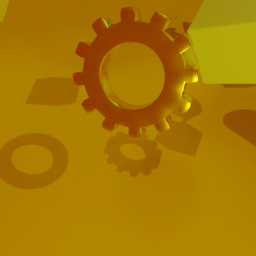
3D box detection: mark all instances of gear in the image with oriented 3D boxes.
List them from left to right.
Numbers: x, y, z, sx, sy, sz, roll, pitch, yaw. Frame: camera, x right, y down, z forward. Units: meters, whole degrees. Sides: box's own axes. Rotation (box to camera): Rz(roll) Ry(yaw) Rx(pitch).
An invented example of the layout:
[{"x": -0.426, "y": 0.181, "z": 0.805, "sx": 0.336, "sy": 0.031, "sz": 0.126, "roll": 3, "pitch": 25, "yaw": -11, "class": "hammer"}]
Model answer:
[{"x": 0.070, "y": -0.569, "z": 3.064, "sx": 1.351, "sy": 1.351, "sz": 0.250, "roll": 13, "pitch": 20, "yaw": 13, "class": "gear"}]

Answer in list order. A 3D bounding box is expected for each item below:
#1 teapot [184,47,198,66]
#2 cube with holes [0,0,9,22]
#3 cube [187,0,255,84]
[{"x": 1.454, "y": -1.359, "z": 5.295, "sx": 1.057, "sy": 0.832, "sz": 1.699, "roll": 37, "pitch": 16, "yaw": -21, "class": "teapot"}, {"x": -2.209, "y": -2.444, "z": 4.021, "sx": 1.052, "sy": 1.052, "sz": 1.052, "roll": 13, "pitch": 63, "yaw": -23, "class": "cube with holes"}, {"x": 1.222, "y": -1.022, "z": 3.106, "sx": 0.764, "sy": 0.764, "sz": 0.764, "roll": 7, "pitch": 55, "yaw": 36, "class": "cube"}]
